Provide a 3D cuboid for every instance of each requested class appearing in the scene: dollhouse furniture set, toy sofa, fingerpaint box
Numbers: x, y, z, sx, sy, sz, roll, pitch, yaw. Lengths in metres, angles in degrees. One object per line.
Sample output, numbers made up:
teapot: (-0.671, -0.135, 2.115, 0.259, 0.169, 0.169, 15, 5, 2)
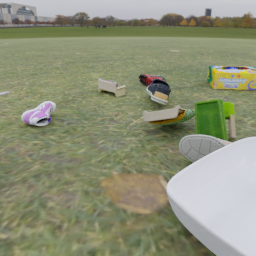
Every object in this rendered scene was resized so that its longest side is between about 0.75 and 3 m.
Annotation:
dollhouse furniture set: (1.920, -0.008, 8.864, 2.597, 1.303, 1.701, -7, -5, 32)
toy sofa: (-0.800, -1.996, 13.522, 1.415, 0.690, 0.586, 19, 29, 40)
fingerpaint box: (5.712, -2.729, 14.987, 2.512, 0.921, 2.096, 3, 22, 6)

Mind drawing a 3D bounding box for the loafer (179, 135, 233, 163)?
loafer: (2.445, 0.669, 7.124, 2.281, 0.820, 0.717, 12, 7, 12)

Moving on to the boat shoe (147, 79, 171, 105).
boat shoe: (1.376, -1.666, 12.136, 0.982, 0.819, 2.632, 19, 15, -4)

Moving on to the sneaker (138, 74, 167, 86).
sneaker: (1.344, -2.545, 14.959, 0.836, 0.605, 1.710, -21, 33, -40)

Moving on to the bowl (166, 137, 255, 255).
bowl: (2.393, 1.362, 4.551, 2.843, 1.061, 2.839, -23, 30, -27)

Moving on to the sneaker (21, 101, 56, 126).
sneaker: (-2.955, -0.458, 10.096, 0.870, 0.553, 1.526, 17, 35, 23)
